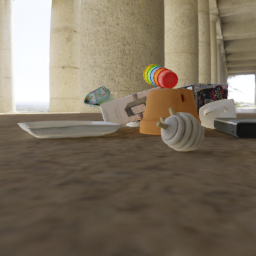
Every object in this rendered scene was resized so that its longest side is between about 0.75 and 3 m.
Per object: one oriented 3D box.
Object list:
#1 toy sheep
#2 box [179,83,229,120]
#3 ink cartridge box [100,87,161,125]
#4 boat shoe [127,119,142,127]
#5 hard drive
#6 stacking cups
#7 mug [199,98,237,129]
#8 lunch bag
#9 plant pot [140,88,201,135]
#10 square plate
[{"bbox_3d":[0.998,0.051,5.315,1.175,0.810,0.810,11,-2,-28],"label":"toy sheep"},{"bbox_3d":[3.506,-1.132,13.636,1.692,1.948,2.949,0,4,-7],"label":"box"},{"bbox_3d":[0.152,-0.799,11.278,2.414,1.014,1.756,-18,5,-4],"label":"ink cartridge box"},{"bbox_3d":[0.320,-0.577,13.086,0.869,0.824,2.486,-2,10,-8],"label":"boat shoe"},{"bbox_3d":[4.040,-0.046,8.871,2.017,0.475,2.890,0,4,5],"label":"hard drive"},{"bbox_3d":[1.165,-1.908,10.521,0.867,0.867,2.867,0,15,-4],"label":"stacking cups"},{"bbox_3d":[3.467,-0.570,10.867,1.341,1.130,1.530,-8,-16,22],"label":"mug"},{"bbox_3d":[-1.319,-1.279,12.382,1.165,0.710,0.992,-30,-9,8],"label":"lunch bag"},{"bbox_3d":[1.410,-0.555,9.323,2.053,1.437,2.053,0,3,0],"label":"plant pot"},{"bbox_3d":[-1.931,0.003,8.865,2.706,0.385,2.680,-2,4,-27],"label":"square plate"}]
